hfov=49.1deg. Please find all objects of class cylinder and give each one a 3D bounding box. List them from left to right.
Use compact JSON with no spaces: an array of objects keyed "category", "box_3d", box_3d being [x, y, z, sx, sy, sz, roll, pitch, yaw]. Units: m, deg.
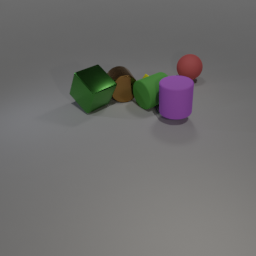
[{"category":"cylinder","box_3d":[-0.321,-2.191,13.940,1.400,1.400,1.400,-8,33,-12]},{"category":"cylinder","box_3d":[1.179,-1.755,13.137,1.400,1.400,1.400,-25,39,-26]},{"category":"cylinder","box_3d":[2.011,-1.291,11.764,1.400,1.400,1.400,-3,34,2]}]

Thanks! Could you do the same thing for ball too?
[{"category":"ball","box_3d":[3.380,-3.341,15.395,1.400,1.400,1.400,0,32,0]}]

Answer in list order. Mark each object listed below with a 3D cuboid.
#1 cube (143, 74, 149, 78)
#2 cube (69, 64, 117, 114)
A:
[{"category":"cube","box_3d":[1.090,-2.247,14.457,0.700,0.700,0.700,24,18,-33]},{"category":"cube","box_3d":[-1.606,-1.779,12.761,1.400,1.400,1.400,-31,70,-37]}]
